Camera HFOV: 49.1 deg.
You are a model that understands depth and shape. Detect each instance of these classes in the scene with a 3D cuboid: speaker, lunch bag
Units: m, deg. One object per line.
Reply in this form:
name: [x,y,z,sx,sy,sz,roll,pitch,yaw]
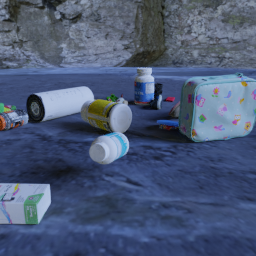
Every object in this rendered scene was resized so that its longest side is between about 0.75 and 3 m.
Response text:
speaker: [-2.903,-1.130,12.508,1.216,1.216,2.994,10,19,33]
lunch bag: [3.037,-0.735,9.315,2.686,2.154,1.035,-7,18,-20]

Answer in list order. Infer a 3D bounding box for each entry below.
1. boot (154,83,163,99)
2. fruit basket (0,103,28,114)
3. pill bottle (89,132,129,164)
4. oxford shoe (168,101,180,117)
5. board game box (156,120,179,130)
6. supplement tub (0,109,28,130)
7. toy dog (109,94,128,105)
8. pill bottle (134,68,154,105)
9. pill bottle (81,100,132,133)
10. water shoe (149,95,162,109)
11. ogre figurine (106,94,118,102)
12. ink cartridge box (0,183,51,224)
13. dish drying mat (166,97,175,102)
boot: [1.703,-2.084,16.205,0.534,1.061,1.419,-1,16,-5]
fruit basket: [-5.270,-0.715,11.590,1.859,0.941,2.007,9,15,29]
pill bottle: [-0.438,0.451,6.257,0.618,0.618,1.116,6,8,20]
oxford shoe: [2.825,-0.832,11.985,2.490,0.877,0.931,-20,65,-30]
board game box: [1.650,-0.063,10.567,1.185,0.231,0.936,11,14,19]
supplement tub: [-4.415,-0.314,10.563,0.691,0.691,1.128,9,18,28]
toy dog: [-0.559,-1.388,14.506,0.866,0.633,1.314,5,16,19]
pill bottle: [0.875,-2.273,15.259,1.083,1.929,1.083,-1,15,0]
pill bottle: [-0.862,-0.488,10.443,1.891,1.081,1.081,15,22,43]
water shoe: [1.432,-1.370,14.552,0.646,0.585,1.637,-1,15,7]
ogre figurine: [-0.789,-1.547,15.417,1.068,0.524,0.641,-28,46,-31]
ink cartridge box: [-2.007,1.350,5.064,1.014,0.426,0.734,0,16,2]
dish drying mat: [2.511,-1.700,16.633,0.452,0.107,1.178,4,15,13]
